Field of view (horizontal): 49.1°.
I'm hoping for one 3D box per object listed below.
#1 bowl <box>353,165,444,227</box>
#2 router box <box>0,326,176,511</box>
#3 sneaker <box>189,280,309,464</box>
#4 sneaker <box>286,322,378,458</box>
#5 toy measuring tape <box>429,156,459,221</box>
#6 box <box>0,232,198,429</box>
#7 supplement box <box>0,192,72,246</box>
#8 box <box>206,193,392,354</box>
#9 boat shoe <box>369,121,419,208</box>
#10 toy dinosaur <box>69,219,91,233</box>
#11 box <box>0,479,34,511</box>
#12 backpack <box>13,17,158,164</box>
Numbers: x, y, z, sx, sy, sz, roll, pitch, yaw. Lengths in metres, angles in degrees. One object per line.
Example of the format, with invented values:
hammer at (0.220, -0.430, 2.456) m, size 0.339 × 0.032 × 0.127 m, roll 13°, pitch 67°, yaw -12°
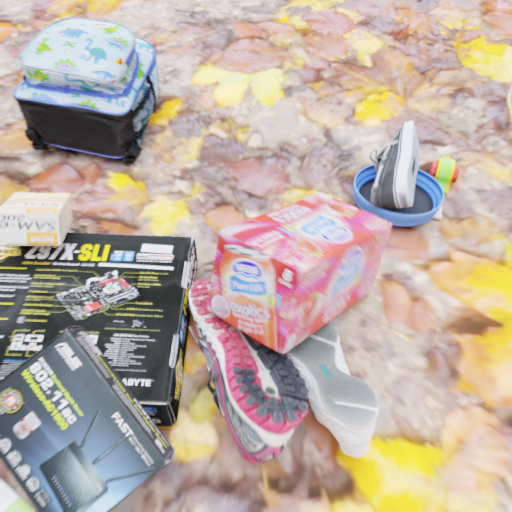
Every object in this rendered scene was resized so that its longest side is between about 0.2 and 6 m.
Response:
bowl at (2.821, -1.233, 11.228) m, size 1.787 × 0.351 × 1.787 m, roll 2°, pitch 43°, yaw -2°
router box at (-2.410, 2.311, 7.397) m, size 1.675 × 0.695 × 2.236 m, roll -39°, pitch 85°, yaw -3°
sneaker at (-0.355, 1.559, 8.615) m, size 1.343 × 1.243 × 3.330 m, roll 4°, pitch 35°, yaw -22°
sneaker at (1.017, 1.920, 8.494) m, size 0.916 × 1.044 × 2.606 m, roll -12°, pitch 32°, yaw -9°
toy measuring tape at (3.807, -1.502, 11.439) m, size 0.626 × 0.626 × 1.702 m, roll 13°, pitch 52°, yaw 11°
box at (-3.085, 1.073, 9.115) m, size 3.967 × 0.979 × 3.168 m, roll 1°, pitch 50°, yaw 1°
supplement box at (-3.699, -0.656, 9.441) m, size 0.972 × 0.567 × 1.543 m, roll 0°, pitch 19°, yaw -12°
box at (0.758, 0.122, 8.794) m, size 1.466 × 1.404 × 2.942 m, roll 28°, pitch 30°, yaw 28°
boat shoe at (2.745, -1.822, 11.180) m, size 0.867 × 0.938 × 2.540 m, roll -3°, pitch 46°, yaw 25°
toy dinosaur at (-3.244, -0.479, 10.344) m, size 0.363 × 0.845 × 0.573 m, roll 32°, pitch 40°, yaw -11°
box at (-4.008, 3.526, 7.522) m, size 1.860 × 0.338 × 1.342 m, roll 29°, pitch 57°, yaw 23°
backpack at (-3.537, -3.880, 12.342) m, size 2.748 × 2.206 × 3.002 m, roll 9°, pitch 47°, yaw 3°
